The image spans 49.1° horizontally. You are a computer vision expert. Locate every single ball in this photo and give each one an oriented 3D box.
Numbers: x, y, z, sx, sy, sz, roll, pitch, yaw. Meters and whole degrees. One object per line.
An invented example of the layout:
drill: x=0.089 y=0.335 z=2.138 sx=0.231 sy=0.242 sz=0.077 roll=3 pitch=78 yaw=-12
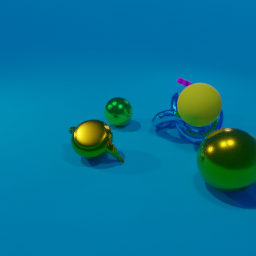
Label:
ball: x=1.836 y=-0.592 z=7.218 sx=1.117 sy=1.117 sz=1.117 roll=0 pitch=28 yaw=0
ball: x=2.195 y=0.681 z=6.056 sx=1.397 sy=1.397 sz=1.397 roll=0 pitch=28 yaw=0
ball: x=-0.300 y=-0.512 z=8.764 sx=0.919 sy=0.919 sz=0.919 roll=0 pitch=28 yaw=0

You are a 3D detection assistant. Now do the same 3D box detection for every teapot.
teapot: x=-0.851 y=0.372 z=7.231 sx=1.741 sy=0.852 sz=1.082 roll=25 pitch=63 yaw=20

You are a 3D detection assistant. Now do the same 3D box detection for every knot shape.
knot shape: x=1.632 y=-0.331 z=8.349 sx=1.917 sy=0.947 sz=2.049 roll=-7 pitch=31 yaw=-11

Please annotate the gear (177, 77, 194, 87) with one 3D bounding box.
gear: x=2.496 y=-1.666 z=11.026 sx=1.163 sy=0.215 sz=1.163 roll=22 pitch=13 yaw=-5
